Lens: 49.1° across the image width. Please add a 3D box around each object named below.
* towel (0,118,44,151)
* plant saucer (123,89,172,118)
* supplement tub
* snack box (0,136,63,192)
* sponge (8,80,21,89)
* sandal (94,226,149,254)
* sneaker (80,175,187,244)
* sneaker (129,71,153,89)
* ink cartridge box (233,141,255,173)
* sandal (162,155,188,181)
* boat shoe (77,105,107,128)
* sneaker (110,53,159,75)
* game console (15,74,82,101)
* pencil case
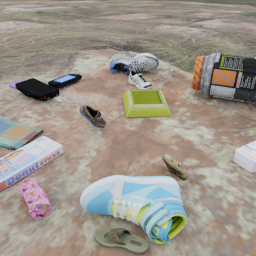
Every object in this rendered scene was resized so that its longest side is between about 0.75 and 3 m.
[{"bbox_3d":[-3.988,0.184,9.432,1.828,0.198,1.340,13,34,19],"label":"towel"},{"bbox_3d":[0.727,-1.081,11.149,1.765,0.423,1.767,-2,35,-5],"label":"plant saucer"},{"bbox_3d":[4.277,-2.073,11.545,2.986,1.830,1.830,13,34,17],"label":"supplement tub"},{"bbox_3d":[-3.129,1.029,7.922,0.936,0.316,2.603,22,38,31],"label":"snack box"},{"bbox_3d":[-5.010,-1.960,12.990,0.981,0.146,0.547,21,38,29],"label":"sponge"},{"bbox_3d":[-0.137,2.273,5.872,1.173,0.335,0.466,8,32,13],"label":"sandal"},{"bbox_3d":[0.158,1.806,6.075,2.368,0.942,1.546,-5,30,-7],"label":"sneaker"},{"bbox_3d":[0.542,-2.220,12.951,0.551,0.638,1.456,-25,41,-37],"label":"sneaker"},{"bbox_3d":[3.692,0.818,8.178,0.995,0.422,0.725,-19,36,-25],"label":"ink cartridge box"},{"bbox_3d":[1.309,1.055,7.612,0.301,0.448,1.116,-33,30,-15],"label":"sandal"},{"bbox_3d":[-1.112,-0.366,9.357,0.436,1.205,0.435,-21,50,38],"label":"boat shoe"},{"bbox_3d":[0.275,-3.131,14.339,2.597,1.001,1.106,1,41,15],"label":"sneaker"},{"bbox_3d":[-3.451,-2.048,12.836,1.751,0.358,2.969,25,37,27],"label":"game console"},{"bbox_3d":[-2.247,1.675,6.748,0.465,0.486,1.123,-47,44,-4],"label":"pencil case"}]
